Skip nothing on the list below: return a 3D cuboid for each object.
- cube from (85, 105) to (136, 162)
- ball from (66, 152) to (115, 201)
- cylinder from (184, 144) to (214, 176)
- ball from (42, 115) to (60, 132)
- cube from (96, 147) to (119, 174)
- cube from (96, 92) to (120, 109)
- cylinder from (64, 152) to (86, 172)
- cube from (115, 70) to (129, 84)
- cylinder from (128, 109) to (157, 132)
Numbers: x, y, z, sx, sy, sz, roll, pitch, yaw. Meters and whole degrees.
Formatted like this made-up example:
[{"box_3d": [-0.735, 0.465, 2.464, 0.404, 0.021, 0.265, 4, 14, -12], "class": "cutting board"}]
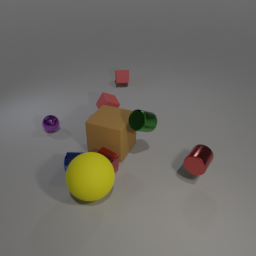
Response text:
[{"box_3d": [-0.582, 0.164, 10.298, 1.400, 1.400, 1.400, 13, 34, 19], "class": "cube"}, {"box_3d": [-1.087, 1.399, 8.100, 1.400, 1.400, 1.400, 0, 32, 0], "class": "ball"}, {"box_3d": [2.146, 0.962, 8.500, 0.700, 0.700, 0.700, 19, 39, 27], "class": "cylinder"}, {"box_3d": [-3.177, -0.189, 11.537, 0.700, 0.700, 0.700, 0, 32, 0], "class": "ball"}, {"box_3d": [-0.772, 1.186, 9.265, 0.700, 0.700, 0.700, 24, 40, 24], "class": "cube"}, {"box_3d": [-0.895, -1.057, 12.457, 0.700, 0.700, 0.700, 12, 34, -37], "class": "cube"}, {"box_3d": [-1.704, 1.155, 9.381, 0.700, 0.700, 0.700, 1, 32, 5], "class": "cylinder"}, {"box_3d": [-0.317, -2.812, 15.405, 0.700, 0.700, 0.700, -3, 6, -6], "class": "cube"}, {"box_3d": [0.492, -0.225, 9.197, 0.700, 0.700, 0.700, 29, 14, 37], "class": "cylinder"}]
